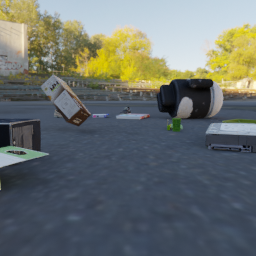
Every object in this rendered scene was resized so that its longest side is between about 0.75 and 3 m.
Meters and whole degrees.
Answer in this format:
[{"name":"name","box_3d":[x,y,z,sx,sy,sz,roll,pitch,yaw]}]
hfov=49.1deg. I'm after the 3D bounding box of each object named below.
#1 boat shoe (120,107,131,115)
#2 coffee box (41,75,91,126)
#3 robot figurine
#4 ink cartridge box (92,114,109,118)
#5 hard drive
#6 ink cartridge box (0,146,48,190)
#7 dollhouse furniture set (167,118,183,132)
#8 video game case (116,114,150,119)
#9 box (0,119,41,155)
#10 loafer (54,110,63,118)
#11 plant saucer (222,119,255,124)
[{"name":"boat shoe","box_3d":[-0.147,-0.923,15.187,0.503,0.434,1.384,2,7,13]},{"name":"coffee box","box_3d":[-1.914,-0.835,8.691,0.592,1.484,0.849,-41,-18,7]},{"name":"robot figurine","box_3d":[2.877,-1.385,12.987,2.970,1.853,2.232,-1,12,-9]},{"name":"ink cartridge box","box_3d":[-1.318,-0.591,13.592,0.782,0.164,0.467,-3,7,-2]},{"name":"hard drive","box_3d":[2.538,0.167,6.328,1.439,0.390,2.060,2,8,20]},{"name":"ink cartridge box","box_3d":[-1.829,0.530,3.466,0.996,0.328,1.368,5,9,38]},{"name":"dollhouse furniture set","box_3d":[1.489,-0.145,8.858,0.510,0.394,1.021,1,7,8]},{"name":"video game case","box_3d":[0.271,-0.558,13.378,1.172,0.143,1.639,2,7,19]},{"name":"box","box_3d":[-2.267,0.180,4.905,1.094,0.678,1.075,1,7,7]},{"name":"loafer","box_3d":[-3.142,-0.681,13.447,1.168,0.367,0.420,5,8,35]},{"name":"plant saucer","box_3d":[3.730,-0.069,8.656,1.214,0.291,1.216,7,9,44]}]
